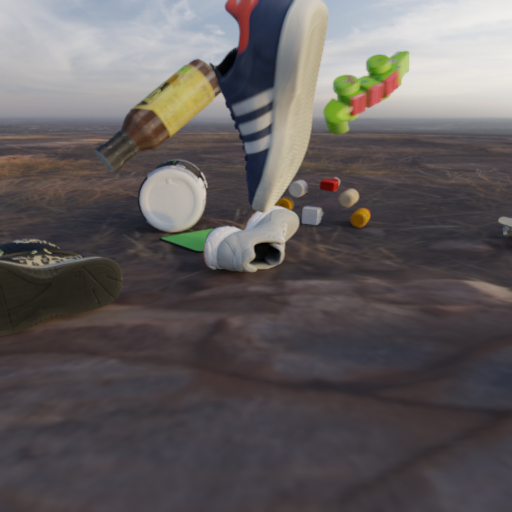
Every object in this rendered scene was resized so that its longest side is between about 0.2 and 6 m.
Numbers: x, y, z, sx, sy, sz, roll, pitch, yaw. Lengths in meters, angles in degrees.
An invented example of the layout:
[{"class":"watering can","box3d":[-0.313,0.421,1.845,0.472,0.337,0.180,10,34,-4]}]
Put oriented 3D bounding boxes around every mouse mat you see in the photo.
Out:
[{"class":"mouse mat","box3d":[-0.761,-0.323,10.281,1.665,0.063,1.339,-11,19,-39]}]

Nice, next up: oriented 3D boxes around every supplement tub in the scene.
[{"class":"supplement tub","box3d":[-1.650,-1.286,11.456,1.281,1.281,2.090,-1,15,-2]}]

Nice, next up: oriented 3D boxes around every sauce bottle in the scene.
[{"class":"sauce bottle","box3d":[-1.631,-2.314,9.333,2.381,0.771,0.771,-45,33,-16]}]

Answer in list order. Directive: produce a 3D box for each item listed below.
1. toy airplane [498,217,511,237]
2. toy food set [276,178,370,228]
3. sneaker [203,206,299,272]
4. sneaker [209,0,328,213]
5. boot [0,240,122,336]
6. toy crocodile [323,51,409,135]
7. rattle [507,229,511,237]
[{"class":"toy airplane","box3d":[4.716,-0.430,9.708,0.793,0.562,0.796,-15,51,-8]},{"class":"toy food set","box3d":[1.436,-1.156,11.695,1.898,0.906,0.854,8,16,19]},{"class":"sneaker","box3d":[0.180,-0.174,8.681,0.961,0.791,2.090,19,31,32]},{"class":"sneaker","box3d":[0.011,-1.603,6.003,1.051,2.488,0.933,24,44,14]},{"class":"boot","box3d":[-2.984,0.294,6.677,2.265,0.818,1.711,-7,14,-41]},{"class":"toy crocodile","box3d":[2.073,-3.043,10.298,2.294,0.774,0.708,-37,52,-21]},{"class":"rattle","box3d":[5.233,-0.810,10.469,1.352,0.966,0.880,-21,9,-39]}]
